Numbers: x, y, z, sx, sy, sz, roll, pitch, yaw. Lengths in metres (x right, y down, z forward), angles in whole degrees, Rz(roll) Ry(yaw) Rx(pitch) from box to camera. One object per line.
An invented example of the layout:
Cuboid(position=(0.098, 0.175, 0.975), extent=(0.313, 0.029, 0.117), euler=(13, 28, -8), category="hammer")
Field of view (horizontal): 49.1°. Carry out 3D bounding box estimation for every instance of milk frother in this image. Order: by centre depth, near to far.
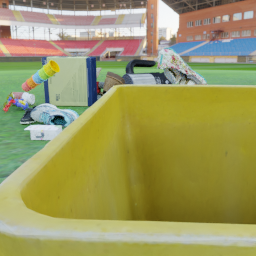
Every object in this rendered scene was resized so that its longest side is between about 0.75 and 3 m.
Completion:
Cuboid(position=(0.700, -2.407, 16.331), extent=(2.555, 2.451, 2.716), euler=(-7, -24, -27), category="milk frother")

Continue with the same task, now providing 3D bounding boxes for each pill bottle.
Cuboid(position=(-5.524, -1.507, 14.562), extent=(1.230, 0.690, 0.690), euler=(4, 15, 13), category="pill bottle")

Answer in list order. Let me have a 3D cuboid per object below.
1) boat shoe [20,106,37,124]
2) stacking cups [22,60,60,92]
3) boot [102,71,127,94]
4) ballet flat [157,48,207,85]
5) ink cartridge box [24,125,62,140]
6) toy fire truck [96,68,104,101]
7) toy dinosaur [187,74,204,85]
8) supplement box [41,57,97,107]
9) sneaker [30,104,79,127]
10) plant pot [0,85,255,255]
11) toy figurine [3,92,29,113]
Cuboid(position=(-3.911, -0.574, 11.324), extent=(0.617, 0.547, 1.651), euler=(2, 15, 7), category="boat shoe")
Cuboid(position=(-2.616, -1.479, 8.211), extent=(1.346, 0.407, 0.407), euler=(-27, 4, 24), category="stacking cups")
Cuboid(position=(-0.382, -1.568, 12.322), extent=(0.962, 0.986, 2.614), euler=(21, -2, 25), category="boot")
Cuboid(position=(1.930, -1.902, 10.290), extent=(2.666, 0.852, 1.008), euler=(29, -14, -36), category="ballet flat")
Cuboid(position=(-2.721, 0.145, 9.011), extent=(1.048, 0.353, 0.614), euler=(1, 15, 5), category="ink cartridge box")
Cuboid(position=(-1.511, -2.541, 16.235), extent=(1.590, 1.807, 1.163), euler=(2, 16, 7), category="toy fire truck")
Cuboid(position=(2.421, -0.362, 8.160), extent=(2.615, 1.373, 2.373), euler=(28, 40, -14), category="toy dinosaur")
Cuboid(position=(-2.984, -2.482, 14.713), extent=(2.461, 2.464, 1.654), euler=(1, 15, 3), category="supplement box")
Cuboid(position=(-2.843, -0.427, 10.399), extent=(1.934, 0.751, 0.835), euler=(6, 20, 14), category="sneaker")
Cuboid(position=(1.083, 0.992, 2.010), extent=(2.647, 2.335, 2.647), euler=(1, 15, 4), category="plant pot")
Cuboid(position=(-5.290, -1.076, 13.482), extent=(1.055, 0.929, 1.762), euler=(25, 1, -31), category="toy figurine")
